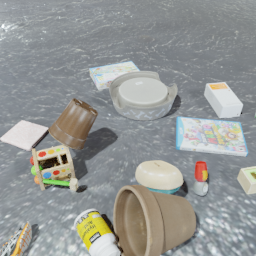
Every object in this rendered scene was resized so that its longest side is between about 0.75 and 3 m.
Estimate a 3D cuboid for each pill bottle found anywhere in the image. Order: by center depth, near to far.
[{"bbox_3d":[-0.755,2.742,7.036,0.729,0.729,1.311,-24,46,-26],"label":"pill bottle"}]

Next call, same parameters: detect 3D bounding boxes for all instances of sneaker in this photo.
[{"bbox_3d":[-2.840,2.941,6.978,0.519,0.526,1.343,4,41,12],"label":"sneaker"}]

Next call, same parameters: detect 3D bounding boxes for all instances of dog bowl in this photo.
[{"bbox_3d":[0.629,-1.377,11.866,2.848,0.835,2.848,0,40,0],"label":"dog bowl"}]

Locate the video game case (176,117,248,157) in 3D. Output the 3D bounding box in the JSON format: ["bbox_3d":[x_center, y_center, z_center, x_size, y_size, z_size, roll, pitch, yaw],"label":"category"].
[{"bbox_3d":[3.025,0.266,10.385,2.432,0.216,1.741,5,41,6],"label":"video game case"}]

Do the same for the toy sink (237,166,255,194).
[{"bbox_3d":[3.999,1.554,8.588,0.977,0.548,0.637,-7,40,-8],"label":"toy sink"}]

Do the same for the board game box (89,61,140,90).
[{"bbox_3d":[-0.589,-2.600,13.671,2.258,0.386,1.518,-14,41,-16],"label":"board game box"}]

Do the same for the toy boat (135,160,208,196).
[{"bbox_3d":[1.330,1.545,8.198,2.166,1.006,1.821,-2,7,-8],"label":"toy boat"}]

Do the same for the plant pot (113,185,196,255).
[{"bbox_3d":[0.731,2.332,6.921,1.639,1.879,1.879,3,36,-26],"label":"plant pot"}]

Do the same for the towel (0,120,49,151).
[{"bbox_3d":[-3.811,0.260,10.404,1.303,0.210,1.244,15,42,17],"label":"towel"}]

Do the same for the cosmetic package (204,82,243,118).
[{"bbox_3d":[3.981,-1.202,11.818,0.892,0.627,1.758,-6,41,-8],"label":"cosmetic package"}]

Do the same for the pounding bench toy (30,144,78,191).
[{"bbox_3d":[-2.260,1.356,8.506,1.206,0.960,1.546,-14,42,-16],"label":"pounding bench toy"}]

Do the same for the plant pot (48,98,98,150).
[{"bbox_3d":[-1.673,-0.186,9.014,1.281,1.268,1.281,32,11,-7],"label":"plant pot"}]
